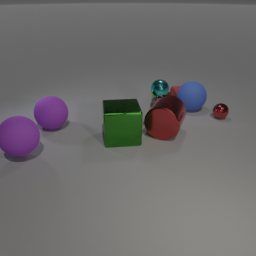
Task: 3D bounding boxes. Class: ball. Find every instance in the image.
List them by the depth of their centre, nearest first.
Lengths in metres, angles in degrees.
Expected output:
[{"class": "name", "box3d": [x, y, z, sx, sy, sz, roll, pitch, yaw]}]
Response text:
[{"class": "ball", "box3d": [-3.749, 0.278, 9.612, 1.400, 1.400, 1.400, 0, 28, 0]}, {"class": "ball", "box3d": [1.198, -1.472, 10.523, 0.700, 0.700, 0.700, 0, 28, 0]}, {"class": "ball", "box3d": [-3.209, -0.643, 11.709, 1.400, 1.400, 1.400, 0, 28, 0]}, {"class": "ball", "box3d": [4.198, -0.770, 12.670, 0.700, 0.700, 0.700, 0, 28, 0]}, {"class": "ball", "box3d": [3.051, -1.530, 13.401, 1.400, 1.400, 1.400, 0, 28, 0]}]

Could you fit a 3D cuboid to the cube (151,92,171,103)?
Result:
[{"class": "cube", "box3d": [1.646, -1.522, 13.825, 0.700, 0.700, 0.700, 33, 27, -9]}]

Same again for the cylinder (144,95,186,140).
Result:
[{"class": "cylinder", "box3d": [1.514, -0.444, 11.236, 1.400, 1.400, 1.400, 10, 30, 19]}]

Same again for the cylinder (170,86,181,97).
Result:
[{"class": "cylinder", "box3d": [2.653, -1.847, 14.673, 0.700, 0.700, 0.700, -6, 28, -15]}]

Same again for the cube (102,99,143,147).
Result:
[{"class": "cube", "box3d": [-0.243, -0.221, 10.842, 1.400, 1.400, 1.400, -3, 28, -6]}]
